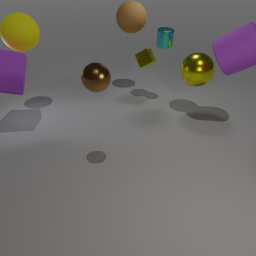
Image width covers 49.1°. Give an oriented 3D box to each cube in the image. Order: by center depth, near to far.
[{"bbox_3d":[-4.401,-1.955,9.911,1.400,1.400,1.400,6,3,-18],"label":"cube"},{"bbox_3d":[0.836,-3.257,13.120,0.700,0.700,0.700,-23,3,25],"label":"cube"}]

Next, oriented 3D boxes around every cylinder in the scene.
[{"bbox_3d":[3.935,-2.744,9.841,1.400,1.400,1.400,-19,15,36],"label":"cylinder"},{"bbox_3d":[1.552,-3.766,11.707,0.700,0.700,0.700,2,37,-1],"label":"cylinder"}]

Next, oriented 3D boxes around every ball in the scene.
[{"bbox_3d":[-0.748,-1.182,6.570,0.700,0.700,0.700,0,29,0],"label":"ball"},{"bbox_3d":[-4.074,-3.612,10.568,1.400,1.400,1.400,0,29,0],"label":"ball"},{"bbox_3d":[2.889,-2.420,11.657,1.400,1.400,1.400,0,29,0],"label":"ball"},{"bbox_3d":[0.154,-5.082,12.856,1.400,1.400,1.400,0,29,0],"label":"ball"}]
